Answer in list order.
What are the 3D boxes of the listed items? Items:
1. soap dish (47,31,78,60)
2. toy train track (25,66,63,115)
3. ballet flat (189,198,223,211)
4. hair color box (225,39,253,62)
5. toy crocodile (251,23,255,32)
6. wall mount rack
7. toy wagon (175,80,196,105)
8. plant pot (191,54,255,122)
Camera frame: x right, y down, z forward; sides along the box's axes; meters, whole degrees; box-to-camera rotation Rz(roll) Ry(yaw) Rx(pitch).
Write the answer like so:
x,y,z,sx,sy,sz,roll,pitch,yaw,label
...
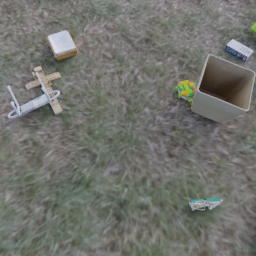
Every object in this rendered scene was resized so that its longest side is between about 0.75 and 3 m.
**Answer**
x,y,z,sx,sy,sz,roll,pitch,yaw,label
-2.754,-3.453,11.758,0.974,0.503,1.238,-22,62,-12,soap dish
-3.107,-1.545,10.714,1.408,0.399,2.455,-25,63,-14,toy train track
2.374,2.330,8.537,1.013,0.383,0.324,-5,90,2,ballet flat
4.655,-3.257,11.754,1.019,0.308,0.510,38,67,20,hair color box
6.319,-3.816,11.898,2.336,0.721,0.789,33,105,16,toy crocodile
-3.632,-1.233,10.314,2.050,0.764,1.781,-28,35,-10,wall mount rack
2.306,-1.364,10.712,0.815,0.208,1.051,-13,60,-7,toy wagon
3.111,-1.191,9.764,1.727,1.529,1.725,23,62,1,plant pot
